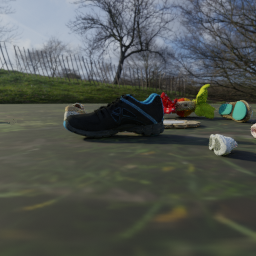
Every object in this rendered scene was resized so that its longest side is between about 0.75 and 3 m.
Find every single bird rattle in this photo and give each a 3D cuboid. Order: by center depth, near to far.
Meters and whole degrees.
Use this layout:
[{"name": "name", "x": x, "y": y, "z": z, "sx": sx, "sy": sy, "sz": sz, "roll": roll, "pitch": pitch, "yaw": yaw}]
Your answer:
[{"name": "bird rattle", "x": 2.664, "y": -0.930, "z": 13.597, "sx": 2.926, "sy": 1.648, "sz": 2.385, "roll": -12, "pitch": -6, "yaw": 5}]

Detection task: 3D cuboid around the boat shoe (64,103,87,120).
[{"name": "boat shoe", "x": -1.981, "y": -0.616, "z": 11.120, "sx": 0.788, "sy": 0.739, "sz": 2.137, "roll": 0, "pitch": 6, "yaw": 2}]

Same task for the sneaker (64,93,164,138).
[{"name": "sneaker", "x": -0.314, "y": -0.349, "z": 6.934, "sx": 2.531, "sy": 1.037, "sz": 0.927, "roll": -4, "pitch": 16, "yaw": -18}]

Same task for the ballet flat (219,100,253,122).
[{"name": "ballet flat", "x": 4.591, "y": -0.665, "z": 11.471, "sx": 0.820, "sy": 0.886, "sz": 2.512, "roll": 15, "pitch": 8, "yaw": -6}]

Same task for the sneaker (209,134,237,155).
[{"name": "sneaker", "x": 1.681, "y": 0.272, "z": 4.803, "sx": 0.436, "sy": 0.342, "sz": 0.877, "roll": 4, "pitch": 7, "yaw": 5}]

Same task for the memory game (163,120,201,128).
[{"name": "memory game", "x": 1.349, "y": -0.151, "z": 9.622, "sx": 2.246, "sy": 0.143, "sz": 2.246, "roll": -1, "pitch": 6, "yaw": 0}]

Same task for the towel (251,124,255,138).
[{"name": "towel", "x": 3.927, "y": 0.134, "z": 5.417, "sx": 2.459, "sy": 0.396, "sz": 2.348, "roll": -1, "pitch": 6, "yaw": 13}]
